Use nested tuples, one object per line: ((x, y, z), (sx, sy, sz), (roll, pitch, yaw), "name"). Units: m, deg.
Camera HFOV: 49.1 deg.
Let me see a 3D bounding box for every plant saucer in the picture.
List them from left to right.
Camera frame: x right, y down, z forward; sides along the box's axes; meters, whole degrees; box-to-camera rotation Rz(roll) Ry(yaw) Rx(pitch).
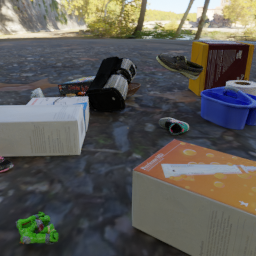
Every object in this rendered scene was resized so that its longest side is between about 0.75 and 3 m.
((-0.505, -1.785, 13.718), (2.331, 0.426, 2.331), (-7, 19, 2), "plant saucer")

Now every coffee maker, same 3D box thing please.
((-0.908, -1.931, 11.919), (2.188, 1.534, 2.277), (13, 49, 6), "coffee maker")

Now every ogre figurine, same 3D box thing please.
((-1.680, 1.821, 5.085), (0.580, 0.474, 0.967), (0, 31, -33), "ogre figurine")

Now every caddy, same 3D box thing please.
((3.924, -0.931, 10.737), (1.757, 1.305, 2.486), (-13, 26, -27), "caddy")

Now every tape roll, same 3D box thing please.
((5.122, -1.555, 12.709), (1.408, 0.966, 1.408), (0, 23, 0), "tape roll")

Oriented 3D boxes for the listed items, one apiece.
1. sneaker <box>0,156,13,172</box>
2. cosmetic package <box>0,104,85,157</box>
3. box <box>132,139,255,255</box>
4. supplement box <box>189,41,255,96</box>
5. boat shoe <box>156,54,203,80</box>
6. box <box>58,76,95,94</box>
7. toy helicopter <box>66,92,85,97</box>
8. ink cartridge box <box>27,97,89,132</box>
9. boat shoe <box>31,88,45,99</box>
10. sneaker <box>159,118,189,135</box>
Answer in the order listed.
((-3.555, 0.826, 7.448), (1.111, 0.530, 0.439), (10, 22, 19), "sneaker")
((-2.847, 0.032, 8.579), (2.872, 1.165, 1.621), (-2, 22, -1), "cosmetic package")
((1.612, 1.362, 5.069), (2.671, 1.302, 1.661), (15, 26, 32), "box")
((4.678, -3.067, 14.347), (2.550, 2.515, 1.693), (-2, 22, -5), "supplement box")
((2.021, -2.485, 10.760), (1.959, 0.644, 0.700), (19, 41, -22), "boat shoe")
((-1.866, -2.242, 14.231), (2.837, 0.535, 1.938), (1, 20, 35), "box")
((-2.065, -1.365, 12.613), (1.906, 0.752, 1.261), (15, 25, 41), "toy helicopter")
((-2.538, -0.503, 10.197), (2.148, 0.922, 1.573), (0, 22, -4), "ink cartridge box")
((-4.225, -1.425, 13.080), (0.589, 0.577, 1.653), (-25, 29, -13), "boat shoe")
((1.504, -0.054, 9.745), (1.108, 0.463, 0.669), (13, 16, 26), "sneaker")
